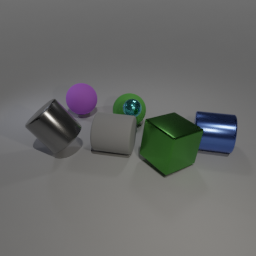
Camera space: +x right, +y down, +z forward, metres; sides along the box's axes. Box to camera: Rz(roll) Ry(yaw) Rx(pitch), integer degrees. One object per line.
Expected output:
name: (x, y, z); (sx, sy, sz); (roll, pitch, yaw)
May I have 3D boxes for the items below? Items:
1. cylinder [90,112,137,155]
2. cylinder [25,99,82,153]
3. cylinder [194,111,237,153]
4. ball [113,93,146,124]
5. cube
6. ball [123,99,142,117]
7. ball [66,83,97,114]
cylinder: (-0.491, 0.188, 10.138); (1.400, 1.400, 1.400); (6, 31, 10)
cylinder: (-2.604, -0.066, 9.859); (1.400, 1.400, 1.400); (-35, 21, 16)
cylinder: (3.114, 0.143, 10.206); (1.400, 1.400, 1.400); (7, 31, 11)
ball: (0.058, -0.760, 11.787); (1.400, 1.400, 1.400); (0, 30, 0)
cube: (1.421, 0.472, 9.389); (1.400, 1.400, 1.400); (-14, 35, -35)
ball: (0.159, -0.739, 10.452); (0.700, 0.700, 0.700); (0, 30, 0)
ball: (-2.080, -1.307, 12.584); (1.400, 1.400, 1.400); (0, 30, 0)
